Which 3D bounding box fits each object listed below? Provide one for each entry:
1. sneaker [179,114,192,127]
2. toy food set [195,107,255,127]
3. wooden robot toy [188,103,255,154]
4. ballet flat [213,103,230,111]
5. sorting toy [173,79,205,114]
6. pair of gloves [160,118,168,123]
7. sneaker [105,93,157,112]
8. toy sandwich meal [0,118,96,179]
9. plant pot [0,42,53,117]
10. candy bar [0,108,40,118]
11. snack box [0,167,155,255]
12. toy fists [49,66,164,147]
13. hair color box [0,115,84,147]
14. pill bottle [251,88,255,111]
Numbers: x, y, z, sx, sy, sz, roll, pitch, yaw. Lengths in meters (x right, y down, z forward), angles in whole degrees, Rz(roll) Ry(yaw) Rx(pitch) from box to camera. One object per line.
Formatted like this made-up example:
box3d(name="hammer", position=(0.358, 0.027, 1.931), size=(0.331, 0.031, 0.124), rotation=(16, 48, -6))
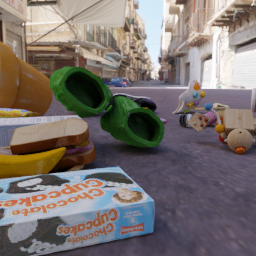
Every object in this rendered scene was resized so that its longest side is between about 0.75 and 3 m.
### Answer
box3d(name="sneaker", position=(1.907, -0.254, 9.365), size=(0.436, 0.431, 1.099), rotation=(6, 1, 14))
box3d(name="toy food set", position=(3.266, -0.173, 9.153), size=(1.662, 0.412, 2.615), rotation=(-3, 18, -12))
box3d(name="wooden robot toy", position=(2.618, 0.207, 6.325), size=(2.506, 1.104, 1.137), rotation=(3, 46, 13))
box3d(name="ballet flat", position=(4.637, -1.046, 14.160), size=(0.361, 0.361, 1.039), rotation=(-6, 12, -32))
box3d(name="sorting toy", position=(2.631, -1.198, 12.725), size=(1.450, 1.610, 0.860), rotation=(-24, 56, -37))
box3d(name="pair of gloves", position=(0.397, -0.294, 10.220), size=(1.525, 0.216, 1.896), rotation=(-5, 12, -34))
box3d(name="sneaker", position=(0.112, -1.067, 12.726), size=(2.444, 0.926, 1.070), rotation=(-3, 16, -14))
box3d(name="toy sandwich meal", position=(-1.695, 0.355, 4.587), size=(2.388, 0.818, 2.388), rotation=(1, 11, 0))
box3d(name="plant pot", position=(-4.271, -1.376, 9.913), size=(2.893, 2.893, 2.649), rotation=(6, -4, 32))
box3d(name="candy bar", position=(-3.369, -0.391, 7.356), size=(2.214, 0.245, 0.552), rotation=(5, 10, 21))
box3d(name="snack box", position=(-0.925, 0.869, 3.068), size=(2.129, 0.395, 1.237), rotation=(-4, 11, -20))
box3d(name="toy fists", position=(-0.469, -0.428, 6.159), size=(2.702, 0.929, 1.377), rotation=(30, -15, -22))
box3d(name="hair color box", position=(-2.146, 0.145, 6.318), size=(2.267, 0.687, 1.122), rotation=(-4, 11, -16))
box3d(name="pill bottle", position=(6.991, -1.325, 13.275), size=(2.083, 1.160, 1.160), rotation=(4, 11, 23))
